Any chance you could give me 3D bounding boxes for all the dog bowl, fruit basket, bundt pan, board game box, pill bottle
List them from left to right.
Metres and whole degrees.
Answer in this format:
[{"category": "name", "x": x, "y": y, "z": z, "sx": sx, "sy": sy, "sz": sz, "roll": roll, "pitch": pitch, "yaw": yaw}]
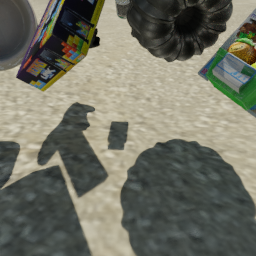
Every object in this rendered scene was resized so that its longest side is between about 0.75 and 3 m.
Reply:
[{"category": "dog bowl", "x": -3.708, "y": -2.833, "z": 7.476, "sx": 2.629, "sy": 2.629, "sz": 0.771, "roll": -13, "pitch": 16, "yaw": -21}, {"category": "board game box", "x": -1.440, "y": -2.572, "z": 6.530, "sx": 2.401, "sy": 0.824, "sz": 2.904, "roll": -18, "pitch": 52, "yaw": 51}, {"category": "pill bottle", "x": -0.148, "y": -4.145, "z": 9.296, "sx": 0.541, "sy": 0.956, "sz": 0.541, "roll": -1, "pitch": 70, "yaw": 3}, {"category": "bundt pan", "x": 1.436, "y": -2.869, "z": 7.147, "sx": 2.827, "sy": 2.827, "sz": 1.061, "roll": -8, "pitch": 49, "yaw": -14}, {"category": "fruit basket", "x": 2.599, "y": -1.422, "z": 5.496, "sx": 0.942, "sy": 2.009, "sz": 1.861, "roll": 21, "pitch": 24, "yaw": -48}]

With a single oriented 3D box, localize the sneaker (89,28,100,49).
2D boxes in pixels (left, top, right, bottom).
[{"category": "sneaker", "x": -1.572, "y": -3.267, "z": 9.171, "sx": 1.030, "sy": 0.862, "sz": 2.270, "roll": 1, "pitch": -6, "yaw": 13}]
